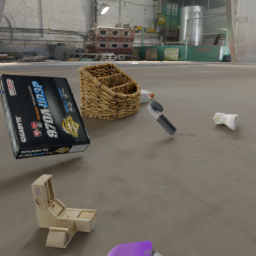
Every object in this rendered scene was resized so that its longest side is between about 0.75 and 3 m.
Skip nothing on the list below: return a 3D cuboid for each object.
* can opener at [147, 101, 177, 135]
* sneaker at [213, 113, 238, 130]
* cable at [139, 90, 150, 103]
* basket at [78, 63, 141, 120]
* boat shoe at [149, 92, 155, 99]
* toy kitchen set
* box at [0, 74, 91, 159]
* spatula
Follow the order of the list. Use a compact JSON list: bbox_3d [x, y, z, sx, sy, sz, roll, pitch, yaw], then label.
[{"bbox_3d":[0.981,-0.286,7.772,0.362,1.081,0.288,-40,6,47],"label":"can opener"},{"bbox_3d":[3.014,-0.217,8.729,0.720,0.459,1.246,5,8,23],"label":"sneaker"},{"bbox_3d":[0.286,-1.466,12.808,1.397,0.484,1.398,-1,16,-2],"label":"cable"},{"bbox_3d":[-0.496,-1.442,10.389,1.739,1.815,2.436,8,17,25],"label":"basket"},{"bbox_3d":[0.944,-1.675,13.821,0.372,0.327,1.045,-12,19,-30],"label":"boat shoe"},{"bbox_3d":[-0.902,1.088,3.728,0.771,0.696,0.629,0,17,14],"label":"toy kitchen set"},{"bbox_3d":[-1.937,-0.322,6.442,1.610,0.466,2.026,-3,57,-35],"label":"box"},{"bbox_3d":[0.593,1.528,3.157,1.744,0.179,0.493,3,16,11],"label":"spatula"}]
